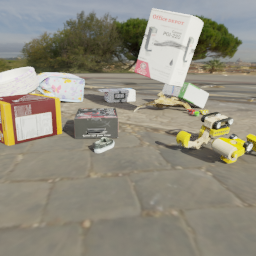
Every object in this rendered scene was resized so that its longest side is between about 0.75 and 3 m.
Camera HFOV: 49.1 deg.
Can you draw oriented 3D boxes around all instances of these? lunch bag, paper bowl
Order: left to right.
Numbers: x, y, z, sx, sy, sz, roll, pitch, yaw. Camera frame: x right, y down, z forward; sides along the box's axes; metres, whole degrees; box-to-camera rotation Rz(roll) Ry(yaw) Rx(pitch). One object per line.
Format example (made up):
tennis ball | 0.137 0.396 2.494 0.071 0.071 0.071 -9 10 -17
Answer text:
paper bowl | -6.123 -2.020 14.655 2.962 1.540 2.962 -12 26 6
lunch bag | -4.320 -2.495 17.104 2.808 1.785 2.381 4 13 -26

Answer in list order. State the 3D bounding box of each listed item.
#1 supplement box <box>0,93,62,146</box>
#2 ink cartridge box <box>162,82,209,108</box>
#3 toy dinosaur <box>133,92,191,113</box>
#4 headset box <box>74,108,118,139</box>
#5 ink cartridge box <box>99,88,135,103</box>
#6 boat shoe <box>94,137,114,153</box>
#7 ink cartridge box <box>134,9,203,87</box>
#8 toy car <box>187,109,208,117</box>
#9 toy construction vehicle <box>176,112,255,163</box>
supplement box | -3.655 -0.396 9.617 1.916 1.290 1.943 13 19 42
ink cartridge box | 3.064 -1.866 15.276 1.516 0.879 2.093 21 2 -29
toy dinosaur | 1.711 -1.310 14.180 2.976 0.866 1.505 0 15 -2
headset box | -1.096 -0.179 9.869 1.463 0.739 1.969 -1 14 -6
ink cartridge box | -0.719 -2.001 17.164 2.103 0.713 1.220 -4 15 -16
boat shoe | -0.670 0.439 8.221 0.358 0.352 0.993 5 15 19
ink cartridge box | 1.665 -3.368 11.802 2.027 2.783 1.180 28 18 34
toy car | 3.196 -0.685 12.978 0.994 0.222 0.935 4 15 17
toy construction vehicle | 2.899 0.387 7.853 2.472 0.870 2.152 -14 31 -35
